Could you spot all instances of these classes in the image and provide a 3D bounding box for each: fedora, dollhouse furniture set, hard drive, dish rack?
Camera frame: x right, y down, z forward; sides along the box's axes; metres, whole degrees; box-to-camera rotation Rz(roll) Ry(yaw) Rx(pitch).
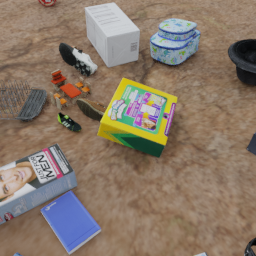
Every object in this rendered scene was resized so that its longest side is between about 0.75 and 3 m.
[{"bbox_3d":[5.530,-2.770,12.222,2.782,1.271,2.782,1,43,-1],"label":"fedora"},{"bbox_3d":[-2.520,-1.676,11.459,1.559,0.803,1.542,-33,53,-29],"label":"dollhouse furniture set"},{"bbox_3d":[-1.581,2.521,7.667,0.999,0.192,1.515,-30,52,-27],"label":"hard drive"},{"bbox_3d":[-4.724,-1.161,10.986,2.829,0.772,2.170,3,46,3],"label":"dish rack"}]

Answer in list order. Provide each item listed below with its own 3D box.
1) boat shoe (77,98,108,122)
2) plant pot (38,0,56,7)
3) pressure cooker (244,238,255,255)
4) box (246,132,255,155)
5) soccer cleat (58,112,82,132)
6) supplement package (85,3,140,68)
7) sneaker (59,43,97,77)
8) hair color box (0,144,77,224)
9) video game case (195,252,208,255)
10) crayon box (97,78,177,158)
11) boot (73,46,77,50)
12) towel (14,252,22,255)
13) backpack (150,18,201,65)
[{"bbox_3d":[-1.160,-0.668,10.656,1.702,0.612,0.579,33,49,17],"label":"boat shoe"},{"bbox_3d":[-5.301,-8.716,18.165,1.388,1.388,1.264,-6,51,-6],"label":"plant pot"},{"bbox_3d":[3.477,3.190,5.766,1.984,1.953,2.221,-41,56,-18],"label":"pressure cooker"},{"bbox_3d":[4.448,0.390,9.379,0.739,0.812,0.423,-34,55,-29],"label":"box"},{"bbox_3d":[-2.164,-0.220,10.248,1.099,0.446,0.371,27,51,24],"label":"soccer cleat"},{"bbox_3d":[-0.819,-4.605,13.649,1.620,1.682,2.957,-18,53,-17],"label":"supplement package"},{"bbox_3d":[-2.269,-3.191,12.843,2.004,0.743,0.887,43,41,0],"label":"sneaker"},{"bbox_3d":[-2.971,1.608,8.157,2.623,0.795,1.298,-25,50,-22],"label":"hair color box"},{"bbox_3d":[1.697,3.539,6.698,0.830,0.117,0.918,-11,46,-12],"label":"video game case"},{"bbox_3d":[0.419,-0.456,9.990,2.242,0.757,2.598,20,47,3],"label":"crayon box"},{"bbox_3d":[-3.000,-3.714,13.846,0.582,0.408,1.086,8,39,16],"label":"boot"},{"bbox_3d":[-2.736,3.667,6.413,0.798,0.347,1.430,20,47,18],"label":"towel"},{"bbox_3d":[2.157,-4.177,13.404,2.033,1.633,2.222,26,54,29],"label":"backpack"}]
